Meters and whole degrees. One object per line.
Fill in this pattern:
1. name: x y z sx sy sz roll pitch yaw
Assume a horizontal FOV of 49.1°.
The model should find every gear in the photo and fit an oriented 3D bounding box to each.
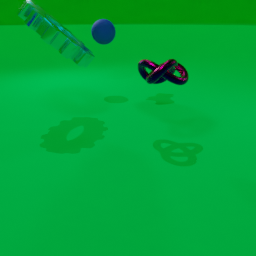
1. gear: -1.729 -2.304 6.943 2.009 0.372 2.009 40 12 -10

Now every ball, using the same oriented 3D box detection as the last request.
1. ball: -0.841 -3.297 9.621 0.835 0.835 0.835 0 22 0

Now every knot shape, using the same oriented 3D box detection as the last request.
1. knot shape: 0.721 -1.181 5.918 1.131 0.523 1.059 4 10 10
